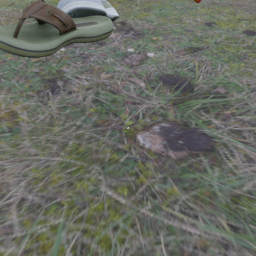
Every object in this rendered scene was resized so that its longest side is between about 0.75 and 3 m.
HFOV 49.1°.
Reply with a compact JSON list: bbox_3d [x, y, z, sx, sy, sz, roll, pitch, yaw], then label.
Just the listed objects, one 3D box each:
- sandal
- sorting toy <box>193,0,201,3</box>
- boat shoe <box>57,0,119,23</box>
[{"bbox_3d":[-1.401,-1.957,5.138,1.106,0.795,2.787,31,41,26],"label":"sandal"},{"bbox_3d":[2.172,-4.503,9.113,0.289,0.840,0.291,-18,15,-33],"label":"sorting toy"},{"bbox_3d":[-1.054,-3.026,7.081,1.097,0.954,2.976,-27,11,24],"label":"boat shoe"}]
